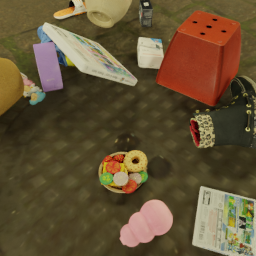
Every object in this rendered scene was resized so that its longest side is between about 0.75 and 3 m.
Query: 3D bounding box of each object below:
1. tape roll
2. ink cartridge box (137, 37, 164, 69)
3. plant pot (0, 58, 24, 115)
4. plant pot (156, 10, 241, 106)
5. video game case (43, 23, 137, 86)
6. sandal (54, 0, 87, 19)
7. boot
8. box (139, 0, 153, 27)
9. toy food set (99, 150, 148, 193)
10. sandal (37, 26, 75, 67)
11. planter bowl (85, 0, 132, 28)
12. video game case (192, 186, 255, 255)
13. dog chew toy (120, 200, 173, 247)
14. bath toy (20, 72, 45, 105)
[{"bbox_3d":[-2.712,-2.075,9.562,0.680,1.601,1.601,-12,51,-13],"label":"tape roll"},{"bbox_3d":[0.868,-2.941,10.943,0.923,0.541,1.261,4,48,-5],"label":"ink cartridge box"},{"bbox_3d":[-4.712,-1.080,8.327,2.705,2.705,2.903,32,40,24],"label":"plant pot"},{"bbox_3d":[2.596,-2.597,9.696,2.355,2.077,2.357,27,55,21],"label":"plant pot"},{"bbox_3d":[-1.298,-2.550,9.823,2.556,0.333,2.808,5,35,-51],"label":"video game case"},{"bbox_3d":[-2.659,-5.758,13.366,1.928,0.553,0.739,-32,57,-24],"label":"sandal"},{"bbox_3d":[2.977,-0.546,8.638,2.170,1.037,2.873,-2,51,-1],"label":"boot"},{"bbox_3d":[0.798,-5.198,12.705,0.483,0.845,0.928,-5,50,-5],"label":"box"},{"bbox_3d":[-0.130,1.178,7.651,1.345,0.327,1.331,3,50,2],"label":"toy food set"},{"bbox_3d":[-3.062,-3.178,10.949,1.113,1.016,2.557,-28,54,-17],"label":"sandal"},{"bbox_3d":[-1.005,-5.333,12.278,2.063,2.063,1.388,15,79,12],"label":"planter bowl"},{"bbox_3d":[2.381,2.281,6.831,1.406,0.170,1.543,13,50,11],"label":"video game case"},{"bbox_3d":[0.388,2.248,6.482,1.289,0.803,0.803,-31,56,-12],"label":"dog chew toy"},{"bbox_3d":[-3.549,-1.397,9.717,1.522,0.662,0.563,40,95,29],"label":"bath toy"}]
